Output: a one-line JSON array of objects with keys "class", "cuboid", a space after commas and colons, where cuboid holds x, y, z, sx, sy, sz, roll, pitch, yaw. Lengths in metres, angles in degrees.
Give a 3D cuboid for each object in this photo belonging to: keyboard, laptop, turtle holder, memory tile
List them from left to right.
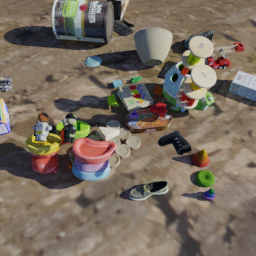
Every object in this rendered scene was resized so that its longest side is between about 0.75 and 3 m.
[{"class": "memory tile", "cuboid": [-0.768, 0.712, 10.514, 2.238, 0.188, 1.715, -37, 60, -27]}, {"class": "keyboard", "cuboid": [-0.359, -5.823, 15.893, 1.160, 0.188, 1.826, -37, 60, -26]}, {"class": "laptop", "cuboid": [2.418, -2.860, 13.050, 1.521, 0.786, 1.348, 19, 52, 15]}, {"class": "turtle holder", "cuboid": [2.382, -1.655, 11.511, 1.757, 1.642, 2.312, -1, 50, -2]}]

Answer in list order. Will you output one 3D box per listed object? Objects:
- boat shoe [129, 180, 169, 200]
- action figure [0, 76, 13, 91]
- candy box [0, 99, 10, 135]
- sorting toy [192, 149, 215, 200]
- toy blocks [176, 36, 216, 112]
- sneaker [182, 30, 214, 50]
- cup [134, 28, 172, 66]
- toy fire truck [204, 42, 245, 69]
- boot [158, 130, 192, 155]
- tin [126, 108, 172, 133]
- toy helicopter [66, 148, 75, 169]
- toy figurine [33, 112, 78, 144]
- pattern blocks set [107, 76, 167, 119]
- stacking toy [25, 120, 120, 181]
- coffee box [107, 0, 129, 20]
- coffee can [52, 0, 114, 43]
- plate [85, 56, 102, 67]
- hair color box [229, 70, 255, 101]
[{"class": "boat shoe", "cuboid": [0.694, 2.027, 9.283, 1.363, 0.407, 0.487, -11, 52, -9]}, {"class": "action figure", "cuboid": [-5.480, -1.974, 12.662, 0.550, 0.293, 0.845, -3, 54, -10]}, {"class": "candy box", "cuboid": [-5.643, -0.292, 11.029, 1.696, 0.653, 1.434, -16, 51, -14]}, {"class": "sorting toy", "cuboid": [2.669, 1.475, 9.584, 0.664, 0.660, 1.915, -1, 50, -1]}, {"class": "toy blocks", "cuboid": [2.279, -1.796, 10.245, 0.877, 2.416, 2.013, 4, 69, -7]}, {"class": "sneaker", "cuboid": [3.679, -4.677, 14.586, 1.988, 0.750, 0.788, -32, 56, -24]}, {"class": "cup", "cuboid": [1.182, -3.724, 13.312, 1.839, 1.839, 1.315, 1, 82, 1]}, {"class": "toy fire truck", "cuboid": [4.510, -3.382, 13.234, 1.667, 1.175, 0.406, -7, 50, -6]}, {"class": "boot", "cuboid": [1.309, 0.497, 7.963, 0.750, 0.299, 0.910, -33, 35, 5]}, {"class": "tin", "cuboid": [0.824, -0.317, 11.253, 1.860, 0.390, 1.042, -6, 55, -5]}, {"class": "toy helicopter", "cuboid": [-1.950, 0.949, 9.738, 0.424, 1.075, 0.711, -13, 70, -10]}, {"class": "toy figurine", "cuboid": [-2.275, -0.009, 8.745, 1.314, 1.334, 0.928, 7, 83, -17]}, {"class": "pattern blocks set", "cuboid": [0.329, -1.339, 12.000, 2.423, 0.223, 2.756, -7, 44, -3]}, {"class": "stacking toy", "cuboid": [-1.788, 0.854, 10.058, 2.957, 1.249, 2.676, 11, 24, 14]}, {"class": "coffee box", "cuboid": [-0.560, -7.531, 16.607, 0.858, 1.231, 2.153, 11, 51, 7]}, {"class": "coffee can", "cuboid": [-2.250, -5.504, 14.429, 2.755, 2.016, 2.016, 6, 51, 5]}, {"class": "plate", "cuboid": [-1.727, -3.341, 13.893, 0.852, 0.109, 0.852, -1, 50, 1]}, {"class": "hair color box", "cuboid": [5.557, -1.736, 12.264, 1.928, 0.584, 0.954, 25, 55, 18]}]
